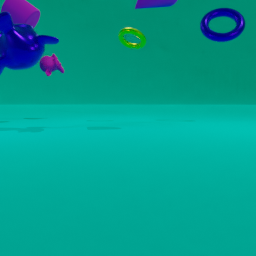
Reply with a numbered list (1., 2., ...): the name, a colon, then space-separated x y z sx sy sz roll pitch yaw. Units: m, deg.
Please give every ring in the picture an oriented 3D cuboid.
1. ring: 0.158 -3.350 10.521 1.098 0.220 1.098 15 -19 5
2. ring: 3.529 -3.876 10.488 1.623 1.623 0.325 1 -27 12

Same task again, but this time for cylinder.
1. cylinder: -3.645 -3.891 9.545 0.919 0.919 0.919 35 3 -5

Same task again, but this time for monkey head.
1. monkey head: -2.767 -2.115 6.989 1.890 1.139 1.360 -34 -9 -10
2. monkey head: -3.382 -2.705 12.366 0.863 1.030 1.432 -32 45 0

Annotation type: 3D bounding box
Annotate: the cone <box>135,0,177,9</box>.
1. cone: 0.510 -3.208 6.857 1.086 1.082 1.082 -47 28 -21
